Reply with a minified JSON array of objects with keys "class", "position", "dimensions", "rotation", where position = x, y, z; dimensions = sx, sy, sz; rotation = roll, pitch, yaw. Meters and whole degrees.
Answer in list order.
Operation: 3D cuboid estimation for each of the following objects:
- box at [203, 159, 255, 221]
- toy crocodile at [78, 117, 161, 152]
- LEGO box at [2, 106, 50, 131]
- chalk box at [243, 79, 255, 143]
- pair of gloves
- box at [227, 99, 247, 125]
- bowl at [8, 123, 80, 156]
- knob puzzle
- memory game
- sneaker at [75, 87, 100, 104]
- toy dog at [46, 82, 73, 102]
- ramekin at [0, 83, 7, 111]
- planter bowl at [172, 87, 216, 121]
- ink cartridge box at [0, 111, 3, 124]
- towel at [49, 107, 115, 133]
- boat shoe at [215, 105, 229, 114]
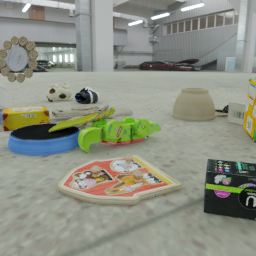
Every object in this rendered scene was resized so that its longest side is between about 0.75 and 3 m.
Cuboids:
[{"class":"box","position":[1.839,1.020,4.736],"dimensions":[1.040,0.773,0.647],"rotation":[4,15,16]},{"class":"toy crocodile","position":[-0.168,0.140,8.296],"dimensions":[2.766,0.854,0.934],"rotation":[-6,8,-40]},{"class":"LEGO box","position":[-3.834,-0.390,10.540],"dimensions":[1.621,0.625,1.207],"rotation":[-6,15,-21]},{"class":"chalk box","position":[5.383,-0.551,8.772],"dimensions":[2.930,1.814,1.823],"rotation":[2,15,12]},{"class":"pair of gloves","position":[-1.484,-0.502,11.294],"dimensions":[2.461,0.507,2.894],"rotation":[-14,18,-34]},{"class":"box","position":[4.843,-0.650,11.135],"dimensions":[1.534,0.836,0.981],"rotation":[-10,17,-34]},{"class":"bowl","position":[-2.452,0.271,8.390],"dimensions":[2.160,0.424,2.160],"rotation":[0,15,0]},{"class":"knob puzzle","position":[-0.347,0.961,5.864],"dimensions":[2.433,0.337,2.433],"rotation":[0,15,0]},{"class":"memory game","position":[-3.391,-2.109,8.618],"dimensions":[1.467,1.467,0.093],"rotation":[4,2,15]},{"class":"sneaker","position":[-2.607,-1.899,16.103],"dimensions":[1.215,0.794,2.172],"rotation":[-9,18,-34]},{"class":"toy dog","position":[-4.115,-1.979,16.444],"dimensions":[1.488,1.039,1.443],"rotation":[-13,55,-46]},{"class":"ramekin","position":[-6.055,-1.102,11.352],"dimensions":[2.232,1.040,2.232],"rotation":[-10,-6,-1]},{"class":"planter bowl","position":[2.847,-1.087,12.052],"dimensions":[1.856,1.249,1.856],"rotation":[0,14,0]},{"class":"ink cartridge box","position":[-5.294,-0.402,11.067],"dimensions":[1.096,0.418,0.748],"rotation":[-7,16,-18]},{"class":"towel","position":[-1.348,-0.249,8.278],"dimensions":[1.912,0.173,0.823],"rotation":[-14,11,13]},{"class":"boat shoe","position":[4.430,-0.804,12.320],"dimensions":[1.327,0.440,0.496],"rotation":[5,6,2]}]
